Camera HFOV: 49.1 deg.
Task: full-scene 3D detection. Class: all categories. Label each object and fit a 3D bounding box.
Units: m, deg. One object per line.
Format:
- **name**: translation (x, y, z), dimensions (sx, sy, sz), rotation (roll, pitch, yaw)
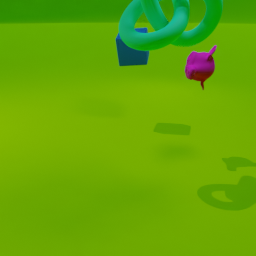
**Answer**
- **monkey head**: translation (1.509, -1.222, 5.827), dimensions (0.608, 1.008, 0.725), rotation (10, 36, 4)
- **knot shape**: translation (0.719, -1.861, 4.377), dimensions (1.518, 1.623, 0.750), rotation (14, -2, -10)
- **cube**: translation (0.147, -2.243, 7.746), dimensions (0.786, 0.786, 0.786), rotation (-1, 36, 10)
